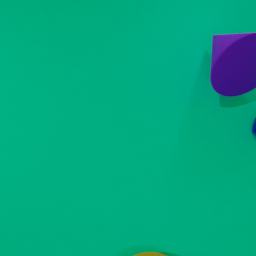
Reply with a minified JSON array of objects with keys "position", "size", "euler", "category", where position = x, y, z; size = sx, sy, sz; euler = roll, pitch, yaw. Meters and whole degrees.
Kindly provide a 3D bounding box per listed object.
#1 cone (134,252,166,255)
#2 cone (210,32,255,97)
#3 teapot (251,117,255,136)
[{"position":[0.458,3.590,5.526],"size":[1.512,1.518,1.512],"euler":[-1,33,1],"category":"cone"},{"position":[2.513,-1.959,7.053],"size":[1.677,1.677,1.683],"euler":[-15,45,-4],"category":"cone"},{"position":[3.434,-0.102,6.838],"size":[0.834,1.341,0.657],"euler":[-13,74,42],"category":"teapot"}]
